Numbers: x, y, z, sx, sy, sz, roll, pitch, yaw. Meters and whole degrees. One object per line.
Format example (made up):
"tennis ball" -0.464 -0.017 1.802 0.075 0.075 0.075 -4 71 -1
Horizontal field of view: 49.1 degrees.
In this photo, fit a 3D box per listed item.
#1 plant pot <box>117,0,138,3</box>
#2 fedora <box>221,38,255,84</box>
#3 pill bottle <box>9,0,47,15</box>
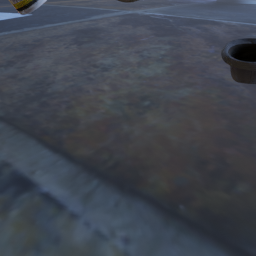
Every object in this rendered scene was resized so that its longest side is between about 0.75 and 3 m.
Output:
"plant pot" -0.052 -3.455 5.686 1.349 1.349 1.440 3 10 5
"fedora" 2.455 -1.286 5.623 1.154 0.589 1.305 0 37 10
"pill bottle" -2.876 -3.888 6.854 1.068 1.919 1.068 -19 44 20
